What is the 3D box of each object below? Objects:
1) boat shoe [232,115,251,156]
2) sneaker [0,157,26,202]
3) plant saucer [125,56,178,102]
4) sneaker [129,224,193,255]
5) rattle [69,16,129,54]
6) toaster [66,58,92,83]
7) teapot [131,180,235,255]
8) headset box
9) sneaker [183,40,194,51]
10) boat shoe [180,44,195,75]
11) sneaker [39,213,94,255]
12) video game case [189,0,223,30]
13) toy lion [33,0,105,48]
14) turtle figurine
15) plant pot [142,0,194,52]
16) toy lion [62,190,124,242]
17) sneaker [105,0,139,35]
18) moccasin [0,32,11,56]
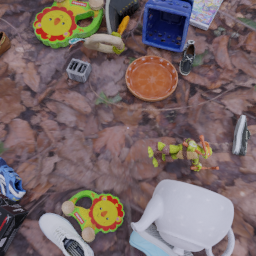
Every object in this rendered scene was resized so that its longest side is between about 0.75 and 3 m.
[{"bbox_3d":[4.423,0.294,10.803,0.517,0.574,1.624,14,74,6],"label":"boat shoe"},{"bbox_3d":[-4.207,1.774,9.974,0.732,0.658,1.780,-31,79,10],"label":"sneaker"},{"bbox_3d":[0.998,-2.097,11.947,2.213,0.357,2.213,0,67,0],"label":"plant saucer"},{"bbox_3d":[1.130,4.036,9.108,2.415,0.893,0.990,35,107,6],"label":"sneaker"},{"bbox_3d":[-1.284,-4.112,11.995,2.378,1.548,1.699,9,102,11],"label":"rattle"},{"bbox_3d":[-2.112,-2.441,11.979,0.858,0.563,0.949,19,68,9],"label":"toaster"},{"bbox_3d":[1.874,2.913,8.643,2.703,2.668,1.974,11,71,26],"label":"teapot"},{"bbox_3d":[-4.984,2.944,9.090,2.699,1.042,2.009,27,85,13],"label":"headset box"},{"bbox_3d":[2.603,-3.747,12.621,0.783,0.452,0.288,-15,69,-5],"label":"sneaker"},{"bbox_3d":[2.622,-3.008,12.270,0.543,0.511,1.511,18,69,6],"label":"boat shoe"},{"bbox_3d":[-2.038,3.575,9.186,2.268,0.803,0.828,34,70,14],"label":"sneaker"},{"bbox_3d":[3.469,-6.263,13.830,2.123,0.267,2.965,26,69,11],"label":"video game case"},{"bbox_3d":[-2.780,-4.931,12.977,2.920,1.003,2.799,14,74,6],"label":"toy lion"},{"bbox_3d":[1.878,0.773,9.596,2.250,2.790,0.898,-3,64,20],"label":"turtle figurine"},{"bbox_3d":[1.794,-4.724,12.227,1.918,1.918,1.725,17,54,10],"label":"plant pot"},{"bbox_3d":[-1.105,2.890,9.677,1.736,0.622,1.811,-37,71,-22],"label":"toy lion"},{"bbox_3d":[-0.239,-5.365,12.986,1.532,1.079,2.885,1,65,0],"label":"sneaker"},{"bbox_3d":[-6.114,-3.200,12.101,0.896,0.945,2.449,37,71,15],"label":"moccasin"}]
